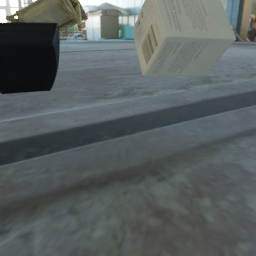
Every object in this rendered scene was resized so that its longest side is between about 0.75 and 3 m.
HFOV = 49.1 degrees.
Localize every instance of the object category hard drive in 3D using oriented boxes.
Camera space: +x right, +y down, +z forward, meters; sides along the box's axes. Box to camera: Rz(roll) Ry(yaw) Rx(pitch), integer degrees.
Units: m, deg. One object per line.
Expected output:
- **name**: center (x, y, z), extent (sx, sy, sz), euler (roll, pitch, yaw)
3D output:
- **hard drive**: center (-2.283, -1.387, 6.083), extent (1.594, 0.500, 2.364), euler (-7, -15, -19)

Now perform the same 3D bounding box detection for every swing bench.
- **swing bench**: center (-2.406, -3.428, 8.697), extent (1.866, 1.217, 1.876), euler (-23, 26, 10)

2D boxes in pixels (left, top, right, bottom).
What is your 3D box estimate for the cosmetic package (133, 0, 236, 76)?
- **cosmetic package**: center (1.564, -2.804, 8.430), extent (2.221, 1.833, 1.831), euler (-4, -22, -19)
